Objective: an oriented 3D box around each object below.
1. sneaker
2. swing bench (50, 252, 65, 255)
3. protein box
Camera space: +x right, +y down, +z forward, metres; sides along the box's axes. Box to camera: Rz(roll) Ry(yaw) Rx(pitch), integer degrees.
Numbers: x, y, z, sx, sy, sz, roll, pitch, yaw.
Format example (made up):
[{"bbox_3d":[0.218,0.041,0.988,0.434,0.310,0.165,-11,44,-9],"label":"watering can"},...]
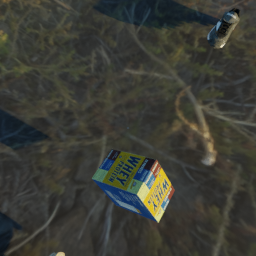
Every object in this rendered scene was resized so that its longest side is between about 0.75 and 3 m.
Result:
[{"bbox_3d":[2.901,-3.054,8.351,0.571,0.778,1.720,33,57,8],"label":"sneaker"},{"bbox_3d":[-1.982,3.494,5.617,1.501,0.979,1.509,-20,69,1],"label":"swing bench"},{"bbox_3d":[0.135,1.186,5.841,1.183,1.174,0.798,9,55,39],"label":"protein box"}]
